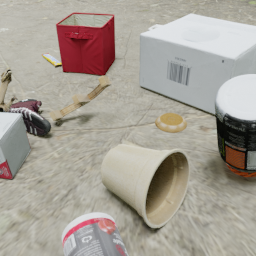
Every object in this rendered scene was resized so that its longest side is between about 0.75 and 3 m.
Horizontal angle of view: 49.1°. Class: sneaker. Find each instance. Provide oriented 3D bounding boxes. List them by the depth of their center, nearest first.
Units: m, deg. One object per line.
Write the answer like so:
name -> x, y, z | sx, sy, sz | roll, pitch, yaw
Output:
sneaker -> -2.508, -0.427, 7.455 | 1.767, 0.668, 1.020 | 18, 37, 25

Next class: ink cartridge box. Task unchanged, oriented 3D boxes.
ink cartridge box -> -3.063, 0.333, 6.030 | 1.438, 1.045, 1.040 | 4, 37, 7

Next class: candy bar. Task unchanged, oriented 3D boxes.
candy bar -> -2.999, -2.684, 11.016 | 0.344, 0.153, 1.378 | -23, 42, -29

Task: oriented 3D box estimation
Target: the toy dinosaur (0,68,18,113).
toy dinosaur -> -3.637, -0.384, 7.095 | 2.495, 0.726, 1.262 | -40, 64, -1

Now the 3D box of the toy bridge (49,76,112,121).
toy bridge -> -1.194, -0.740, 7.235 | 1.896, 0.258, 0.637 | -31, -3, 22

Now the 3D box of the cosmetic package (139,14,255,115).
cosmetic package -> 2.408, -2.174, 8.838 | 2.967, 1.830, 2.976 | 27, 46, 32

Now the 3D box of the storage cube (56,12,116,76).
storage cube -> -1.430, -3.102, 10.240 | 1.651, 1.736, 1.932 | 7, 35, 10

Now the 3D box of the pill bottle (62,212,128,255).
pill bottle -> -0.349, 2.033, 3.828 | 0.870, 0.870, 1.572 | -12, 39, -17

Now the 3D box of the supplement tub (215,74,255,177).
supplement tub -> 2.282, 0.050, 5.293 | 1.172, 1.914, 1.172 | -10, 48, 12

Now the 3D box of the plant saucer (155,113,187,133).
plant saucer -> 1.160, -0.184, 7.529 | 0.865, 0.153, 0.865 | 0, 36, 0

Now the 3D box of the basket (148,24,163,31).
basket -> 1.463, -4.159, 12.584 | 0.884, 0.711, 0.876 | 18, 40, 25

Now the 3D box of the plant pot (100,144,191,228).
plant pot -> 0.238, 0.905, 5.175 | 1.281, 1.399, 1.399 | 16, 37, 39
